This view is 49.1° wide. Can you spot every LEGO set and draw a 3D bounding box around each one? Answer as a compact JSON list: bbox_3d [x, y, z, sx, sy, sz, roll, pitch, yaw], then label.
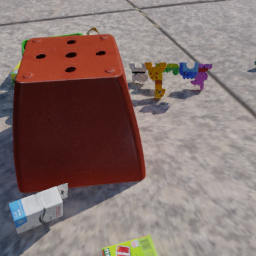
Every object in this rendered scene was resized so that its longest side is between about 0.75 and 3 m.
[{"bbox_3d":[1.324,-1.553,9.169,2.768,1.136,1.056,3,10,11],"label":"LEGO set"}]

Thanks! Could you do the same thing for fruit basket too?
[{"bbox_3d":[-2.061,-2.069,8.809,2.314,1.669,2.314,-11,14,3],"label":"fruit basket"}]

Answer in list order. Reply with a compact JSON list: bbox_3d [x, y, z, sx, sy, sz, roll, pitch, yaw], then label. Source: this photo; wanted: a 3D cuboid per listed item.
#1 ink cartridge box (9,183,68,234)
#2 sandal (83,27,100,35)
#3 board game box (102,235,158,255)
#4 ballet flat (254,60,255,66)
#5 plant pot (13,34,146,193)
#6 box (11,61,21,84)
[{"bbox_3d":[-1.632,1.537,5.392,1.113,0.645,0.377,-17,56,-25],"label":"ink cartridge box"},{"bbox_3d":[-1.403,-4.039,12.150,0.732,0.657,1.998,-22,46,-24],"label":"sandal"},{"bbox_3d":[0.227,2.761,4.529,0.919,0.431,1.810,-11,42,-12],"label":"board game box"},{"bbox_3d":[5.237,-2.395,10.571,1.017,0.353,0.353,8,42,3],"label":"ballet flat"},{"bbox_3d":[-1.203,-0.587,6.709,2.975,2.624,2.978,-5,41,-6],"label":"plant pot"},{"bbox_3d":[-3.475,-2.064,10.052,1.010,0.417,1.722,5,43,0],"label":"box"}]
